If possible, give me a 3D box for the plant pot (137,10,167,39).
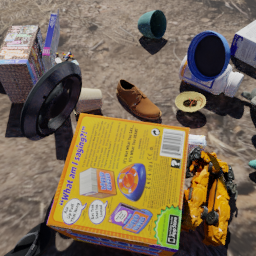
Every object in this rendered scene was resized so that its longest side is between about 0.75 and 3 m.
[{"bbox_3d":[1.206,-5.555,15.094,1.147,1.429,1.429,16,49,43],"label":"plant pot"}]

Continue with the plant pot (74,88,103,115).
[{"bbox_3d":[-1.705,-1.197,11.783,1.130,1.234,1.234,-6,51,-19],"label":"plant pot"}]

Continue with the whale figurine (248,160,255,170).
[{"bbox_3d":[5.173,1.666,9.394,1.719,1.121,2.161,-25,55,-19],"label":"whale figurine"}]

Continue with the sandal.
[{"bbox_3d":[-3.082,3.621,8.269,0.761,0.429,2.002,35,59,25],"label":"sandal"}]

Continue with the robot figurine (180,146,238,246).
[{"bbox_3d":[2.481,2.038,9.007,2.150,0.863,2.966,31,52,-12],"label":"robot figurine"}]

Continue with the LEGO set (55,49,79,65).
[{"bbox_3d":[-3.164,-3.510,14.109,0.969,0.318,1.297,-21,54,-21],"label":"LEGO set"}]

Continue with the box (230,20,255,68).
[{"bbox_3d":[6.792,-4.087,13.920,2.250,1.284,2.446,-35,59,-26],"label":"box"}]

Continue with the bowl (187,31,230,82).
[{"bbox_3d":[2.510,-2.234,8.774,0.302,1.539,1.539,-14,50,-33],"label":"bowl"}]

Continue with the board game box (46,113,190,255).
[{"bbox_3d":[-0.049,1.730,7.860,2.938,2.939,2.941,8,63,7],"label":"board game box"}]

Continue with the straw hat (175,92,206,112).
[{"bbox_3d":[2.638,-0.951,11.875,1.266,0.536,1.266,-5,50,6],"label":"straw hat"}]

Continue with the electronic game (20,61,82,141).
[{"bbox_3d":[-2.236,-0.784,8.457,0.554,2.661,2.661,31,57,10],"label":"electronic game"}]

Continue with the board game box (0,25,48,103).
[{"bbox_3d":[-4.524,-2.813,12.325,1.321,2.175,2.728,-1,51,0],"label":"board game box"}]

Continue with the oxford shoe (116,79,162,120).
[{"bbox_3d":[0.404,-1.227,11.903,2.507,0.894,0.894,38,59,24],"label":"oxford shoe"}]

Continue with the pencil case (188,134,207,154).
[{"bbox_3d":[1.895,0.522,10.475,1.951,0.885,0.811,10,54,7],"label":"pencil case"}]

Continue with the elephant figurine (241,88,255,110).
[{"bbox_3d":[5.650,-0.766,10.863,1.867,2.047,2.638,34,47,-2],"label":"elephant figurine"}]

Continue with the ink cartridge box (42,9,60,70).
[{"bbox_3d":[-2.854,-3.264,10.426,0.374,1.728,1.696,9,77,-8],"label":"ink cartridge box"}]

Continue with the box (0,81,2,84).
[{"bbox_3d":[-5.881,-2.574,13.060,0.885,0.734,0.727,14,52,11],"label":"box"}]

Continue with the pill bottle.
[{"bbox_3d":[3.677,-2.343,12.430,2.551,1.429,1.429,28,56,20],"label":"pill bottle"}]
